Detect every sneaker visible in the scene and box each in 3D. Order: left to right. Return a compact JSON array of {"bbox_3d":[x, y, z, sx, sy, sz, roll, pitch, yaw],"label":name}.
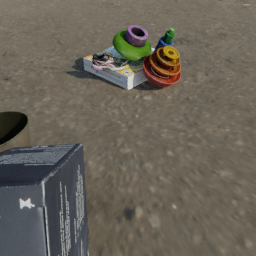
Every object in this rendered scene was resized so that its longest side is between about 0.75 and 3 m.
[{"bbox_3d":[-0.625,-2.247,9.335,1.236,0.534,0.497,-3,40,0],"label":"sneaker"}]

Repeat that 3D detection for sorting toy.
[{"bbox_3d":[0.846,-2.686,9.301,1.699,1.161,2.828,-30,70,-36],"label":"sorting toy"}]

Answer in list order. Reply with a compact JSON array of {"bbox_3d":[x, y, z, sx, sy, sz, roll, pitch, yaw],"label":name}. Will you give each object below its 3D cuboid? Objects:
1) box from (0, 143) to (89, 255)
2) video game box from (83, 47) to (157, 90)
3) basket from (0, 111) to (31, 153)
[{"bbox_3d":[-1.215,1.313,3.489,1.146,1.920,1.952,-2,7,1],"label":"box"},{"bbox_3d":[0.035,-2.471,10.529,2.314,0.595,2.540,27,45,35],"label":"video game box"},{"bbox_3d":[-2.262,0.751,4.981,1.124,1.653,1.490,7,30,14],"label":"basket"}]
